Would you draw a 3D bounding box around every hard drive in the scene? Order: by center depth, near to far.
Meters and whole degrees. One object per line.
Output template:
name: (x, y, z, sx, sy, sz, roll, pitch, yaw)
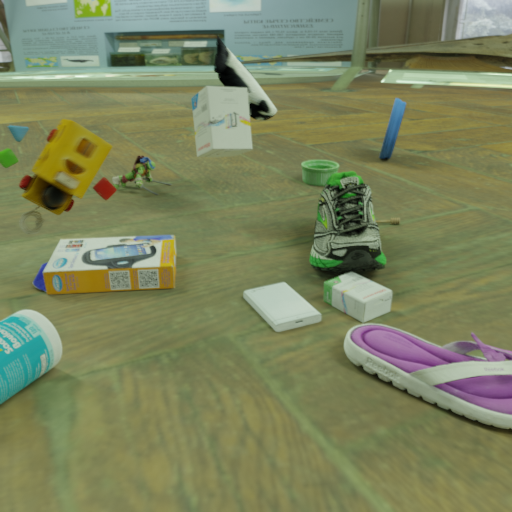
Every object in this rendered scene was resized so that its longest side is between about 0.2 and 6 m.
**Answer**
hard drive: (0.399, 0.800, 9.022, 0.796, 0.161, 1.207, -11, 25, -23)

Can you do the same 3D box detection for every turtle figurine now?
turtle figurine: (-3.104, -1.955, 14.904, 1.198, 1.236, 0.889, -13, 43, 20)

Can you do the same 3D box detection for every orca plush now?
orca plush: (-0.489, -3.770, 13.001, 1.017, 1.505, 2.861, -34, -11, 13)

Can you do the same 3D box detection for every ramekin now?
ramekin: (1.771, -2.305, 15.611, 1.041, 0.509, 1.041, 0, 24, 0)

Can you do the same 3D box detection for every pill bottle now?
pill bottle: (-3.244, 1.367, 6.851, 0.881, 0.881, 1.591, 11, 27, 24)

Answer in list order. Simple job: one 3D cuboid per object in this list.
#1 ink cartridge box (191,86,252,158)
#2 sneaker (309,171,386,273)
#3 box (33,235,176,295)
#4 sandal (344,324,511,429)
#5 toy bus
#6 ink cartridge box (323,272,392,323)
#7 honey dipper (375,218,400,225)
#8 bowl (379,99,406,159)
ink cartridge box: (-0.751, -2.883, 12.196, 0.972, 1.344, 0.990, -6, 2, -26)
sneaker: (1.652, -0.700, 10.754, 1.356, 1.481, 3.476, -1, 23, 0)
box: (-2.703, 0.128, 10.138, 2.473, 0.513, 1.472, -1, 24, -7)
sandal: (2.549, 1.355, 7.017, 3.080, 0.757, 1.253, 12, 27, 26)
toy bus: (-2.738, -1.152, 7.957, 1.488, 1.577, 0.815, -21, 23, -25)
ink cartridge box: (1.635, 0.655, 9.051, 0.664, 0.400, 0.914, -17, 27, -34)
honey dipper: (2.817, -0.769, 12.627, 0.818, 0.155, 0.155, -2, 24, 5)
bowl: (4.341, -4.006, 17.795, 0.376, 1.916, 1.916, 15, 26, 10)
